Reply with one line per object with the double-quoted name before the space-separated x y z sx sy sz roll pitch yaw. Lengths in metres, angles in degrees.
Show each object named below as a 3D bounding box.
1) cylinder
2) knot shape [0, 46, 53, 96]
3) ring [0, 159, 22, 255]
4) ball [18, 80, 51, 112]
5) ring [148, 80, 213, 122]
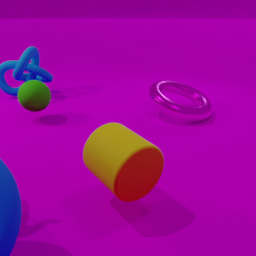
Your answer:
"cylinder" -0.077 0.483 4.163 0.888 0.888 0.888 -16 32 -33
"knot shape" -3.490 -1.994 9.622 1.889 1.768 0.873 -16 64 -35
"ring" -2.011 0.972 3.121 1.694 1.694 0.339 3 -7 7
"ball" -2.567 -0.878 7.706 0.874 0.874 0.874 0 23 0
"ring" 1.537 -0.826 8.207 1.947 0.389 1.947 13 33 -8
